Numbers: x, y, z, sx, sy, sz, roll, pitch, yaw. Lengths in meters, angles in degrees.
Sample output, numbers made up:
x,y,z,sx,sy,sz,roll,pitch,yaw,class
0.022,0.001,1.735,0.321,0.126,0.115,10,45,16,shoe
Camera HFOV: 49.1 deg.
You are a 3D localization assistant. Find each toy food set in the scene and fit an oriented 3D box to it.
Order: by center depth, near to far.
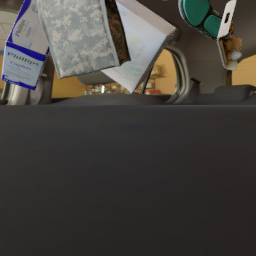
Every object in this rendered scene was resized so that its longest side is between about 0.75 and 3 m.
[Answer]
x,y,z,sx,sy,sz,roll,pitch,yaw,class
2.577,-2.225,6.855,0.431,1.024,1.427,9,-19,30,toy food set

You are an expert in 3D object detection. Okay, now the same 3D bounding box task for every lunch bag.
x,y,z,sx,sy,sz,roll,pitch,yaw,class
-0.877,-2.006,5.605,1.425,1.738,1.022,-8,19,20,lunch bag

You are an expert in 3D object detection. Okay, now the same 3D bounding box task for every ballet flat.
x,y,z,sx,sy,sz,roll,pitch,yaw,class
2.047,-3.347,8.232,0.929,0.929,2.502,5,-10,42,ballet flat

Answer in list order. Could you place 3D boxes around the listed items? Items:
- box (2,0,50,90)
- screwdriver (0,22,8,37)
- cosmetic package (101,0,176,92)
x,y,z,sx,sy,sz,roll,pitch,yaw,class
-2.871,-2.469,8.340,1.068,1.872,2.035,18,-28,-19,box
-3.392,-2.943,7.147,0.182,1.306,0.190,-20,30,5,screwdriver
-0.033,-3.292,10.735,2.597,2.605,1.601,35,34,2,cosmetic package
